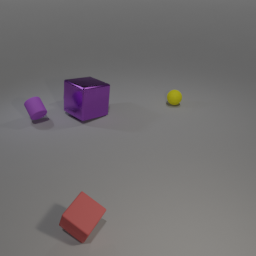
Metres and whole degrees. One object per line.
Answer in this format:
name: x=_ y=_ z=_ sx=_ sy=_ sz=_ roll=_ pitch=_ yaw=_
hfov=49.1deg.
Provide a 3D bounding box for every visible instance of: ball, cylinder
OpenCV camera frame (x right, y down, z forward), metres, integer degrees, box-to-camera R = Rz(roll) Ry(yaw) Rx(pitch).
ball: x=2.162 y=-1.425 z=13.029 sx=0.700 sy=0.700 sz=0.700 roll=0 pitch=29 yaw=0
cylinder: x=-3.763 y=-0.802 z=11.416 sx=0.700 sy=0.700 sz=0.700 roll=-22 pitch=74 yaw=-35

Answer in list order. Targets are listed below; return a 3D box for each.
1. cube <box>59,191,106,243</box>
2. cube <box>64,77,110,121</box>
cube: x=-1.019 y=1.993 z=6.251 sx=0.700 sy=0.700 sz=0.700 roll=35 pitch=51 yaw=6
cube: x=-1.764 y=-1.287 z=11.926 sx=1.400 sy=1.400 sz=1.400 roll=-18 pitch=33 yaw=-42
